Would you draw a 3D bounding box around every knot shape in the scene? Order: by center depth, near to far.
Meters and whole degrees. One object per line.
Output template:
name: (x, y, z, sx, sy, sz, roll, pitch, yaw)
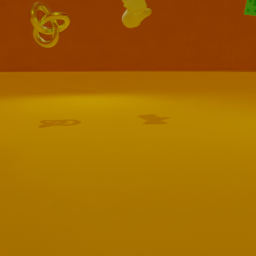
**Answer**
knot shape: (-2.439, -3.036, 8.477, 1.267, 1.185, 0.585, 8, 28, -36)

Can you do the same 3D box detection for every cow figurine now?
cow figurine: (0.165, -3.735, 9.102, 1.342, 0.749, 1.364, -38, 4, -40)

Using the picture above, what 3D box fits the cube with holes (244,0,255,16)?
cube with holes: (3.723, -3.393, 7.509, 0.723, 0.723, 0.723, -12, 30, -29)
